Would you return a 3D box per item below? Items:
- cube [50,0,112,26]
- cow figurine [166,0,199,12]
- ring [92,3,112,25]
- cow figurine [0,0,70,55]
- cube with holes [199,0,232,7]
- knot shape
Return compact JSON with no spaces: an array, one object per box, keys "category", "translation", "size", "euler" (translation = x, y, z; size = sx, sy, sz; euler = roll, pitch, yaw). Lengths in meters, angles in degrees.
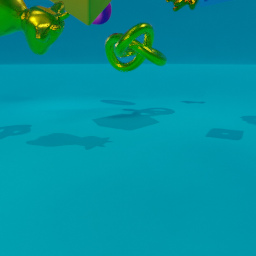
[{"category":"cube","translation":[-0.976,-3.300,5.916],"size":[1.295,1.295,1.295],"euler":[34,-17,3]},{"category":"cow figurine","translation":[1.857,-4.321,9.372],"size":[0.940,0.956,0.525],"euler":[-33,-14,-5]},{"category":"ring","translation":[-1.379,-4.258,9.331],"size":[1.888,1.888,0.378],"euler":[14,64,44]},{"category":"cow figurine","translation":[-1.939,-1.961,4.534],"size":[1.712,1.740,0.955],"euler":[0,56,28]},{"category":"cube with holes","translation":[1.585,-2.659,4.736],"size":[0.737,0.737,0.737],"euler":[0,52,31]},{"category":"knot shape","translation":[0.095,-2.333,8.474],"size":[1.836,0.907,1.962],"euler":[-3,-15,34]}]
